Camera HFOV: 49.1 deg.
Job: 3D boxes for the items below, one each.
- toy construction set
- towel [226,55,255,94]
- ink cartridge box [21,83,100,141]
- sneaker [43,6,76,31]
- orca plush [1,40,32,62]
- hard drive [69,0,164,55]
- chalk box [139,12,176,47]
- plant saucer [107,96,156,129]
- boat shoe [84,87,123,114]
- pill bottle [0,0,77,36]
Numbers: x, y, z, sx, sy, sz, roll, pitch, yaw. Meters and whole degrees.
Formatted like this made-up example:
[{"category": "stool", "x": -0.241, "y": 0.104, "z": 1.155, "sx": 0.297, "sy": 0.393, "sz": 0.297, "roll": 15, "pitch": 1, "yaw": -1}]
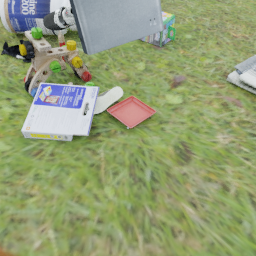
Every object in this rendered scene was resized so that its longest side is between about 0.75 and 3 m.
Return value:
[{"category": "toy construction set", "x": -2.131, "y": -2.216, "z": 8.202, "sx": 2.070, "sy": 1.907, "sz": 2.482, "roll": -6, "pitch": 43, "yaw": -6}, {"category": "towel", "x": 4.878, "y": -1.556, "z": 8.535, "sx": 2.738, "sy": 0.491, "sz": 2.844, "roll": -34, "pitch": 52, "yaw": -30}, {"category": "ink cartridge box", "x": -1.678, "y": -0.437, "z": 7.284, "sx": 1.669, "sy": 0.392, "sz": 1.650, "roll": 6, "pitch": 54, "yaw": 2}, {"category": "sneaker", "x": -1.426, "y": -2.667, "z": 6.595, "sx": 1.369, "sy": 0.507, "sz": 0.606, "roll": -6, "pitch": -1, "yaw": 9}, {"category": "orca plush", "x": -3.626, "y": -2.850, "z": 9.773, "sx": 1.818, "sy": 0.646, "sz": 0.956, "roll": 20, "pitch": 47, "yaw": 19}, {"category": "hard drive", "x": -0.228, "y": -2.073, "z": 3.720, "sx": 1.289, "sy": 1.847, "sz": 0.304, "roll": -25, "pitch": 30, "yaw": -20}, {"category": "chalk box", "x": 1.164, "y": -3.733, "z": 10.494, "sx": 1.522, "sy": 0.947, "sz": 0.942, "roll": 27, "pitch": 50, "yaw": 24}, {"category": "plant saucer", "x": 0.094, "y": -0.404, "z": 7.553, "sx": 0.971, "sy": 0.178, "sz": 0.972, "roll": -33, "pitch": 52, "yaw": -29}, {"category": "boat shoe", "x": -0.701, "y": -0.736, "z": 7.763, "sx": 1.222, "sy": 0.437, "sz": 0.365, "roll": -33, "pitch": 11, "yaw": -15}, {"category": "pill bottle", "x": -3.161, "y": -4.386, "z": 10.680, "sx": 2.880, "sy": 1.598, "sz": 1.598, "roll": 4, "pitch": 44, "yaw": 3}]
